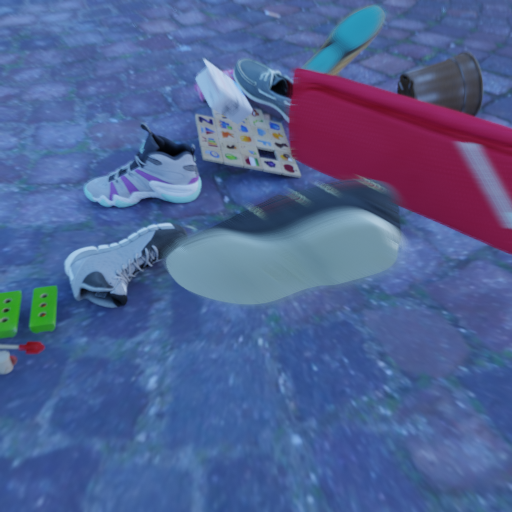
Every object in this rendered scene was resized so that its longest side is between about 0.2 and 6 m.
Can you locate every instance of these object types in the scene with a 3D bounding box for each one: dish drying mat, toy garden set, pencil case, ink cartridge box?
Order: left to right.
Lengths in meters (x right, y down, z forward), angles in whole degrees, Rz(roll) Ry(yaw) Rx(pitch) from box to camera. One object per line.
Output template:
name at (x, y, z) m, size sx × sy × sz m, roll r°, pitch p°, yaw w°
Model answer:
toy garden set at (-4.371, 1.381, 9.103) m, size 2.169 × 0.433 × 1.808 m, roll -8°, pitch 40°, yaw -10°
ink cartridge box at (-0.518, -2.397, 8.230) m, size 0.330 × 0.989 × 0.573 m, roll -34°, pitch 69°, yaw 21°
pencil case at (-0.813, -4.921, 16.105) m, size 1.875 × 0.820 × 0.820 m, roll -11°, pitch 42°, yaw -11°
dish drying mat at (1.938, -1.328, 7.427) m, size 0.357 × 1.506 × 3.921 m, roll -32°, pitch 47°, yaw -33°

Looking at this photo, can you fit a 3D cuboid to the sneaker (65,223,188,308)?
sneaker at (-2.230, 0.301, 10.120) m, size 2.306 × 0.865 × 1.332 m, roll -19°, pitch 48°, yaw -6°

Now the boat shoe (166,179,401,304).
boat shoe at (0.265, -0.140, 6.538) m, size 2.875 × 1.052 × 0.901 m, roll -12°, pitch 37°, yaw 28°

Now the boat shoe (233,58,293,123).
boat shoe at (0.631, -4.547, 14.984) m, size 1.188 × 1.008 × 3.264 m, roll -37°, pitch 66°, yaw -21°

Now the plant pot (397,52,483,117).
plant pot at (4.801, -4.355, 14.889) m, size 1.730 × 1.748 × 1.748 m, roll -13°, pitch 42°, yaw -3°

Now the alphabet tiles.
alphabet tiles at (-0.302, -2.948, 13.660) m, size 2.379 × 0.107 × 2.846 m, roll 7°, pitch 41°, yaw -19°

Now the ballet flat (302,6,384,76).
ballet flat at (1.470, -3.638, 9.919) m, size 1.871 × 0.590 × 0.642 m, roll -41°, pitch 82°, yaw 3°

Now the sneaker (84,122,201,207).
sneaker at (-2.490, -2.010, 11.963) m, size 2.529 × 1.769 × 0.983 m, roll -6°, pitch 41°, yaw -7°
